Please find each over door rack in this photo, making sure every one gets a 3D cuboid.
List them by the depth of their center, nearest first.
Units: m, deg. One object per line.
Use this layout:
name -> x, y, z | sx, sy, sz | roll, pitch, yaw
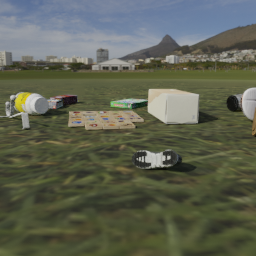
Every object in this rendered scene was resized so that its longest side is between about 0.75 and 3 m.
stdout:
over door rack -> -4.203, -0.472, 8.274 | 1.929, 0.870, 2.611 | -9, 15, -32

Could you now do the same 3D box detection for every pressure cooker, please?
pressure cooker -> 4.440, -1.005, 11.208 | 0.765, 0.673, 0.683 | -8, 18, -20

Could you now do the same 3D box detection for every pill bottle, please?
pill bottle -> -3.560, -0.891, 10.351 | 1.407, 0.791, 0.791 | 11, 16, 41

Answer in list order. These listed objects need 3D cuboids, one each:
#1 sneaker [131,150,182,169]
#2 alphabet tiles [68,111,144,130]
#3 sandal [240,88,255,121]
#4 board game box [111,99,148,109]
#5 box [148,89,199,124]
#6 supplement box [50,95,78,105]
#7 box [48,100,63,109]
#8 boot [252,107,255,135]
sneaker -> 0.507, 0.558, 4.800 | 0.944, 0.314, 0.427 | -8, -18, 38
alphabet tiles -> -0.729, -0.299, 9.193 | 2.375, 0.107, 2.841 | -1, 13, -11
sandal -> 4.409, -0.735, 9.410 | 2.738, 1.049, 0.785 | 2, 7, -38
board game box -> 0.154, -1.129, 12.801 | 1.120, 0.242, 1.665 | 7, 14, 33
box -> 1.467, -0.797, 9.577 | 1.120, 0.917, 2.358 | -1, 12, -10
supplement box -> -3.092, -1.365, 13.570 | 0.690, 0.386, 1.268 | 6, 15, 26
box -> -3.754, -1.051, 12.263 | 1.570, 0.313, 1.075 | 0, 12, 1
boot -> 4.197, -0.128, 7.162 | 1.733, 0.856, 2.232 | 13, 10, 32
